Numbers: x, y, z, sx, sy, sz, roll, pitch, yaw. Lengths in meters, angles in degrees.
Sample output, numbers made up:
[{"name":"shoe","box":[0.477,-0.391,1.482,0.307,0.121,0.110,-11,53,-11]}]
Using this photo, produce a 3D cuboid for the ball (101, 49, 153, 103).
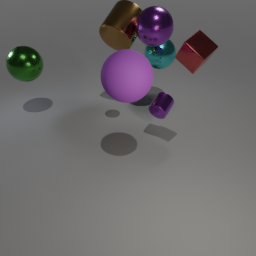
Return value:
[{"name":"ball","box":[-0.029,-1.374,7.467,1.400,1.400,1.400,0,32,0]}]

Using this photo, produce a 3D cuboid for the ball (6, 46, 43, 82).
[{"name":"ball","box":[-4.087,-2.540,11.117,1.400,1.400,1.400,0,32,0]}]

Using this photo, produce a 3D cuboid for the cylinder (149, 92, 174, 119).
[{"name":"cylinder","box":[1.199,-0.803,10.050,0.700,0.700,0.700,19,59,28]}]

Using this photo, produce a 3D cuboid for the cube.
[{"name":"cube","box":[1.839,-2.051,7.569,0.700,0.700,0.700,45,67,6]}]

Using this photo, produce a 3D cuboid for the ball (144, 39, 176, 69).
[{"name":"ball","box":[1.418,-3.306,12.371,1.400,1.400,1.400,0,32,0]}]

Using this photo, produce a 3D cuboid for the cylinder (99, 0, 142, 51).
[{"name":"cylinder","box":[-0.217,-4.020,11.077,1.400,1.400,1.400,19,69,27]}]

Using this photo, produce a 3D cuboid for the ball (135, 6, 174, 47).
[{"name":"ball","box":[0.969,-3.711,10.256,1.400,1.400,1.400,0,32,0]}]
